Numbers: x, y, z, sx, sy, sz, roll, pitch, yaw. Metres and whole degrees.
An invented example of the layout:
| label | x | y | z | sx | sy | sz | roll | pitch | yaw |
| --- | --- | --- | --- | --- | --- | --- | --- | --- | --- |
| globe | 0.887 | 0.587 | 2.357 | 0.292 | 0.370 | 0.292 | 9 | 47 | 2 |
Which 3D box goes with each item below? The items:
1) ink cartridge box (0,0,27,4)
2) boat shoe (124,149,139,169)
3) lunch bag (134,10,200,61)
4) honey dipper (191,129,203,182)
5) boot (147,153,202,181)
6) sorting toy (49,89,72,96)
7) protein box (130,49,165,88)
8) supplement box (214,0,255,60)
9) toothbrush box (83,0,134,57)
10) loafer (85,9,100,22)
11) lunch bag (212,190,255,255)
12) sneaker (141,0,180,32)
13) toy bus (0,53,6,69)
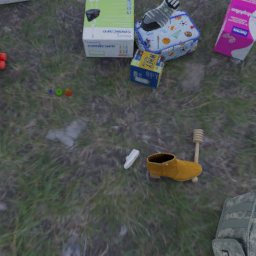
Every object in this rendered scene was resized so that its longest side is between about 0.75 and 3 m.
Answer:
| label | x | y | z | sx | sy | sz | roll | pitch | yaw |
| --- | --- | --- | --- | --- | --- | --- | --- | --- | --- |
| ink cartridge box | -6.151 | -7.640 | 13.808 | 2.154 | 1.224 | 2.955 | -10 | 67 | -4 |
| boat shoe | 0.079 | 1.150 | 10.591 | 0.290 | 0.305 | 0.847 | 27 | 72 | 28 |
| lunch bag | 1.615 | -4.115 | 12.447 | 2.726 | 1.030 | 2.184 | -18 | 66 | -8 |
| honey dipper | 2.596 | 1.052 | 10.622 | 0.385 | 0.385 | 2.027 | 8 | 72 | 4 |
| boot | 1.662 | 1.312 | 9.796 | 2.007 | 1.437 | 0.706 | -5 | 60 | 3 |
| sorting toy | -2.845 | -1.550 | 11.710 | 0.962 | 0.331 | 0.334 | 2 | 67 | 0 |
| protein box | 0.796 | -2.433 | 11.609 | 1.207 | 1.198 | 0.814 | 17 | 68 | 7 |
| supplement box | 5.003 | -4.649 | 12.447 | 1.403 | 1.432 | 2.772 | 20 | 70 | 7 |
| toothbrush box | -0.804 | -4.724 | 12.546 | 2.130 | 1.259 | 2.926 | 0 | 66 | 0 |
| loafer | -1.213 | -3.877 | 9.604 | 0.384 | 0.336 | 1.068 | 7 | 28 | 9 |
| lunch bag | 3.662 | 3.491 | 8.525 | 1.585 | 2.211 | 2.696 | 23 | 68 | 4 |
| sneaker | 0.948 | -3.464 | 9.171 | 0.664 | 1.021 | 1.769 | 46 | 65 | -1 |
| toy bus | -6.613 | -2.681 | 11.530 | 2.757 | 1.949 | 2.872 | 9 | 68 | -14 |
